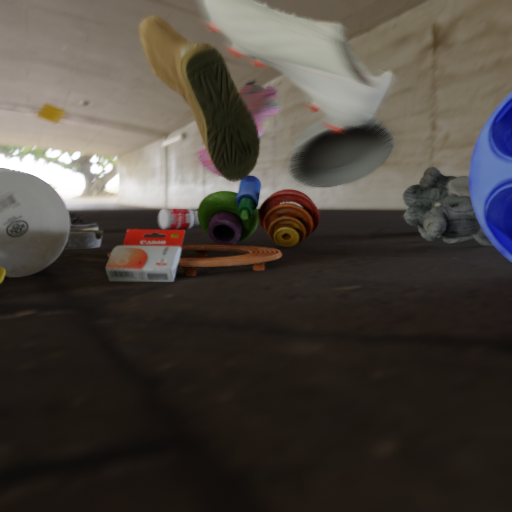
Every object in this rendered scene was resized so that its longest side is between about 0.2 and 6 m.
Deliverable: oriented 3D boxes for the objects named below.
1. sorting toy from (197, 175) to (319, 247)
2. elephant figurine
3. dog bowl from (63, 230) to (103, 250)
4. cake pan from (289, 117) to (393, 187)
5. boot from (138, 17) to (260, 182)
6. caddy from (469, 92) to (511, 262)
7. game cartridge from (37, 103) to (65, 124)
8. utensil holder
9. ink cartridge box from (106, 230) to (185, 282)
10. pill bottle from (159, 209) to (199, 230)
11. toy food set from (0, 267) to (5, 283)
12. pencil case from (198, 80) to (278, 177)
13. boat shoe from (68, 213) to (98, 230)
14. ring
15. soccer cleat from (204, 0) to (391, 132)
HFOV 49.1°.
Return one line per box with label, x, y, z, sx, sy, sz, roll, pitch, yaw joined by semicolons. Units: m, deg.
sorting toy;-0.054;-0.682;11.338;2.614;1.571;1.073;-6;41;14
elephant figurine;4.294;-0.861;11.851;1.958;1.786;2.524;-43;17;4
dog bowl;-3.699;-0.335;11.377;1.150;0.337;1.150;1;6;0
cake pan;1.400;-1.791;9.482;1.771;0.325;1.771;-9;-26;-4
boot;-1.059;-2.915;10.120;0.942;2.495;2.849;-26;36;-13
caddy;4.458;-0.927;6.389;3.735;2.641;1.961;4;1;36
game cartridge;-3.597;-2.493;9.827;0.353;0.065;0.401;19;47;-10
utensil holder;-3.438;-0.488;7.721;1.475;1.475;1.736;-4;10;-30
ink cartridge box;-1.368;-0.086;7.090;0.818;0.253;1.009;1;43;3
pill bottle;-2.407;-1.163;17.625;1.181;0.663;0.663;-4;7;-33
toy food set;-3.453;0.167;5.701;2.106;0.688;1.239;9;-13;46
pencil case;-0.305;-2.412;10.651;0.862;1.972;0.862;25;-26;13
boat shoe;-5.164;-0.898;15.436;1.840;0.596;0.662;3;7;28
ring;-0.893;0.043;8.338;2.545;0.244;2.545;-1;6;0
soccer cleat;0.599;-3.030;7.994;2.933;1.138;1.016;38;42;-3
